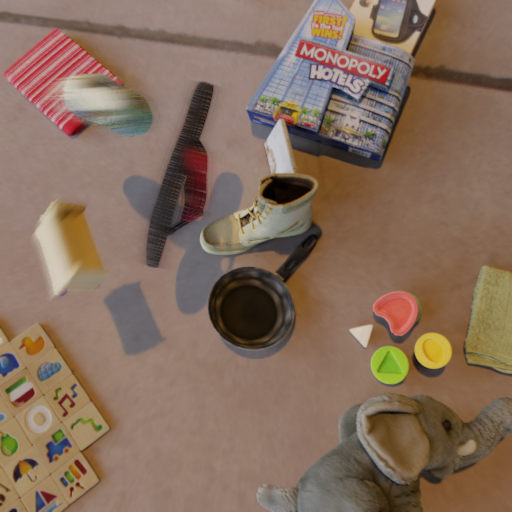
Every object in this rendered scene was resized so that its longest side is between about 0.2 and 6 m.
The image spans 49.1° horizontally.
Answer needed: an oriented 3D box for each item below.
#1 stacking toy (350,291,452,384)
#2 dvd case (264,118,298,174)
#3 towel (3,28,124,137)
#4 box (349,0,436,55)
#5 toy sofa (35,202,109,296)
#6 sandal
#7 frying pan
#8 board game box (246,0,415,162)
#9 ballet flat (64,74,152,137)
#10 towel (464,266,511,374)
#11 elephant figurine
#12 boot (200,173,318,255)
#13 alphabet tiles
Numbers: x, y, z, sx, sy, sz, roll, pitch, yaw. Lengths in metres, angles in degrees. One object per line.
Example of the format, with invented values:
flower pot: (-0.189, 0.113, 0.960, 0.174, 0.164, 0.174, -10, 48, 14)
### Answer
stacking toy: (2.533, 1.452, 9.812, 1.361, 0.635, 1.503, -36, 71, 16)
dvd case: (0.460, -1.768, 10.503, 0.115, 0.932, 1.306, -6, 72, -22)
towel: (-3.907, -3.547, 11.433, 2.168, 0.244, 1.568, 41, 79, 14)
box: (2.602, -4.675, 11.646, 1.550, 0.540, 2.604, 24, 72, 7)
toy sofa: (-2.572, -0.082, 7.790, 0.621, 0.527, 1.272, -46, 59, 32)
sandal: (-1.013, -1.216, 8.602, 0.676, 1.126, 2.998, 20, 80, -19)
frying pan: (0.050, 0.503, 10.025, 1.536, 0.413, 2.540, 20, 62, -1)
board game box: (1.558, -3.573, 10.765, 2.750, 0.848, 2.749, 19, 89, 6)
ballet flat: (-2.302, -2.266, 7.974, 2.090, 0.776, 0.776, 25, 71, 39)
towel: (4.432, 1.144, 9.878, 1.356, 0.334, 1.828, 14, 74, 6)
elephant figurine: (2.136, 3.007, 8.566, 2.490, 2.271, 3.209, 42, 64, -29)
boot: (0.005, -0.735, 9.777, 2.142, 1.656, 0.772, -14, 73, -4)
alphabet tiles: (-4.306, 2.888, 9.434, 2.901, 0.110, 3.486, -37, 76, -11)
